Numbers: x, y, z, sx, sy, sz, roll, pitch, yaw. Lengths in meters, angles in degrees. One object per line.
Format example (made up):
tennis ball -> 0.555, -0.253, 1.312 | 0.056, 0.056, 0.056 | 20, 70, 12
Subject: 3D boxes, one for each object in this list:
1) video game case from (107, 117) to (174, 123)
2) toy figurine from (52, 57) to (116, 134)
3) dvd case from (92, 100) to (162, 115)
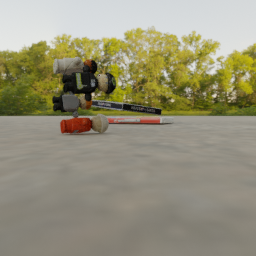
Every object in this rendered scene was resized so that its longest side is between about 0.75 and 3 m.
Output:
video game case -> 0.324, -0.301, 10.733 | 2.548, 0.222, 1.822 | 0, 2, 22
toy figurine -> -0.861, -0.631, 5.285 | 0.924, 1.329, 1.308 | -5, 33, -24
dvd case -> -0.142, -0.864, 11.646 | 1.914, 0.315, 2.547 | 5, 6, -35
